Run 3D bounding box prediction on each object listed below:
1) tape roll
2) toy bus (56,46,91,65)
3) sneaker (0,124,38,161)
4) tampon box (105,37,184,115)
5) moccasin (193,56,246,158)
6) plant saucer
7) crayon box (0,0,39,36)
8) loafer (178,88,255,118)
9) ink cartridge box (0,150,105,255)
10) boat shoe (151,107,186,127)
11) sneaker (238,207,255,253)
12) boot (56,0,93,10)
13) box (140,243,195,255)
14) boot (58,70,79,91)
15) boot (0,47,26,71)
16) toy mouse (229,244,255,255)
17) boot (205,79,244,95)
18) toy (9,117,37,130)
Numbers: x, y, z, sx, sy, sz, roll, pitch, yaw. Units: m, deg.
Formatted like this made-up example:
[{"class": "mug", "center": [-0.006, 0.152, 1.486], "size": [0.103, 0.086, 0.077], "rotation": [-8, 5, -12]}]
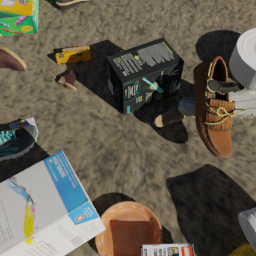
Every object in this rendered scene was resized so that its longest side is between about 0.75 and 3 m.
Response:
[{"class": "tape roll", "center": [4.933, -2.364, 9.750], "size": [2.542, 0.889, 2.542], "rotation": [0, 56, 0]}, {"class": "toy bus", "center": [-1.998, -2.666, 10.243], "size": [1.221, 0.397, 0.478], "rotation": [-8, 57, -5]}, {"class": "sneaker", "center": [-3.595, 0.430, 7.811], "size": [2.186, 0.997, 0.848], "rotation": [-29, 61, -19]}, {"class": "tampon box", "center": [0.503, -1.640, 8.872], "size": [2.033, 1.524, 1.283], "rotation": [-22, 59, -14]}, {"class": "moccasin", "center": [2.407, -0.559, 7.406], "size": [0.982, 1.036, 2.684], "rotation": [8, 74, -26]}, {"class": "plant saucer", "center": [0.018, 2.598, 6.777], "size": [1.608, 0.301, 1.608], "rotation": [0, 56, 0]}, {"class": "crayon box", "center": [-4.659, -5.065, 11.571], "size": [1.719, 0.843, 2.894], "rotation": [-8, 57, -5]}, {"class": "loafer", "center": [2.946, -0.828, 8.560], "size": [2.927, 1.023, 1.021], "rotation": [-1, 81, -10]}, {"class": "ink cartridge box", "center": [-1.948, 1.952, 6.253], "size": [2.198, 1.618, 1.590], "rotation": [-29, 53, -13]}, {"class": "boat shoe", "center": [1.253, -0.341, 8.676], "size": [1.240, 0.402, 0.446], "rotation": [-23, 101, -28]}, {"class": "sneaker", "center": [3.790, 2.824, 5.641], "size": [1.724, 1.099, 2.983], "rotation": [-19, 61, -6]}, {"class": "boot", "center": [-2.091, -6.217, 11.877], "size": [0.918, 1.640, 2.371], "rotation": [38, 64, 22]}, {"class": "box", "center": [0.908, 3.587, 5.864], "size": [1.179, 0.372, 2.142], "rotation": [1, 63, -6]}, {"class": "boot", "center": [-1.907, -1.659, 9.625], "size": [0.844, 0.305, 0.702], "rotation": [29, 62, 22]}, {"class": "boot", "center": [-4.933, -1.969, 9.603], "size": [2.335, 0.845, 1.942], "rotation": [25, 69, 4]}, {"class": "toy mouse", "center": [3.323, 3.597, 5.965], "size": [2.755, 0.533, 2.448], "rotation": [-22, 59, -14]}, {"class": "boot", "center": [2.433, -1.087, 7.057], "size": [0.908, 0.628, 0.352], "rotation": [2, 86, -41]}, {"class": "toy", "center": [-3.270, -0.099, 8.661], "size": [0.757, 0.179, 0.436], "rotation": [-20, 59, -13]}]
